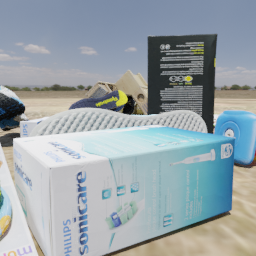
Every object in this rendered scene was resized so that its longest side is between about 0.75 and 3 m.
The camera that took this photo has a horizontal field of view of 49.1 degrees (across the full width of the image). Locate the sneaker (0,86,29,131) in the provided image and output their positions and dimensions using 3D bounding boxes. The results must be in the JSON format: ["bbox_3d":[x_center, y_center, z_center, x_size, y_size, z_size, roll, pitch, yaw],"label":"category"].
[{"bbox_3d":[-2.950,-0.575,6.564,0.858,0.992,2.289,-24,-1,-20],"label":"sneaker"}]

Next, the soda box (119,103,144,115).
[{"bbox_3d":[0.437,-1.077,14.383,2.279,0.730,0.772,5,9,39],"label":"soda box"}]

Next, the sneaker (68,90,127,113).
[{"bbox_3d":[-1.187,-0.727,11.169,2.400,0.887,0.987,-15,-19,-19],"label":"sneaker"}]

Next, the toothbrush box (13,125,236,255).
[{"bbox_3d":[-0.066,0.434,2.656,1.731,0.738,1.267,-5,9,-32],"label":"toothbrush box"}]

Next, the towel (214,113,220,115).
[{"bbox_3d":[3.209,-0.364,10.636,1.155,0.284,1.557,-4,10,-22],"label":"towel"}]

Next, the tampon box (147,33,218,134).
[{"bbox_3d":[1.272,-0.895,6.739,1.464,2.318,1.737,1,8,10],"label":"tampon box"}]

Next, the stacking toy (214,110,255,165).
[{"bbox_3d":[2.299,0.227,4.812,1.542,0.846,0.895,10,0,-24],"label":"stacking toy"}]

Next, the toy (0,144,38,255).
[{"bbox_3d":[-1.220,0.429,1.938,0.867,0.355,1.506,-6,34,-34],"label":"toy"}]

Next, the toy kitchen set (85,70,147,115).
[{"bbox_3d":[-0.316,-0.886,12.098,2.528,2.281,2.062,-41,-19,26],"label":"toy kitchen set"}]

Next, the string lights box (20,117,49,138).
[{"bbox_3d":[-0.834,0.129,5.438,2.127,0.627,1.093,1,8,10],"label":"string lights box"}]

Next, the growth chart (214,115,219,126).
[{"bbox_3d":[2.571,-0.305,9.505,2.257,0.200,1.634,4,20,23],"label":"growth chart"}]

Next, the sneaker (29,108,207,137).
[{"bbox_3d":[-0.138,0.261,4.128,2.590,0.957,1.061,0,-11,-25],"label":"sneaker"}]

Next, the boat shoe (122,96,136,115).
[{"bbox_3d":[0.006,-1.083,13.187,0.606,0.570,1.687,-7,34,18],"label":"boat shoe"}]
